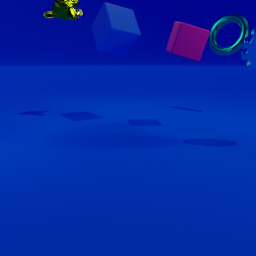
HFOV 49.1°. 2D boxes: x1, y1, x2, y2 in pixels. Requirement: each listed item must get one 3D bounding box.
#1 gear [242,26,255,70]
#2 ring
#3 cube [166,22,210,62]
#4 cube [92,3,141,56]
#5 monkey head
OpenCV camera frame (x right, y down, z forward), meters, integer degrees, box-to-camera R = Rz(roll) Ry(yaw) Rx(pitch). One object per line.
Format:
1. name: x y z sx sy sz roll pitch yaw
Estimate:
1. gear: 3.168 -1.730 6.144 1.231 1.231 0.228 5 46 19
2. ring: 3.814 -3.534 10.644 1.591 1.591 0.318 13 3 43
3. cube: 1.737 -2.565 8.270 0.880 0.880 0.880 14 21 -8
4. cube: -0.412 -3.183 9.146 1.083 1.083 1.083 0 -26 -33
5. monkey head: -2.045 -3.876 9.388 1.419 1.021 0.855 -18 -11 -30
